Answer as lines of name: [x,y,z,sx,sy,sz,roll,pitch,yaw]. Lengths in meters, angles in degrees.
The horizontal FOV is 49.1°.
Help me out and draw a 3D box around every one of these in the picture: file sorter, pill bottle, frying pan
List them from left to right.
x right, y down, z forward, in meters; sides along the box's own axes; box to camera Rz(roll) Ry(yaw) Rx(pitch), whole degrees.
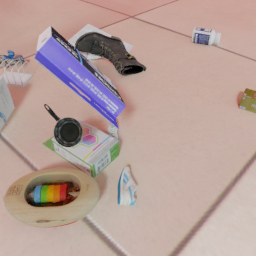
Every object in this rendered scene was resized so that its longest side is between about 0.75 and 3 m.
file sorter: [-5.191,-2.509,12.534,1.376,0.857,0.955,8,43,8]
frying pan: [-1.834,-0.003,7.592,1.335,0.217,0.807,27,91,7]
pill bottle: [4.252,-4.968,15.249,1.452,0.806,0.806,15,45,17]

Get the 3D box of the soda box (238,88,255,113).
soda box: [5.440,-0.886,10.917,1.970,0.630,0.667,21,48,21]

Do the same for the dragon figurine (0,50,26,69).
dragon figurine: [-5.864,-3.438,13.767,1.887,0.555,0.938,28,50,27]

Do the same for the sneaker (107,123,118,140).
sneaker: [-0.560,0.092,9.960,0.431,0.498,1.149,-2,44,-3]

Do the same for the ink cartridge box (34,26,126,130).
ink cartridge box: [-1.251,-1.490,7.742,0.602,2.747,2.773,-43,30,11]

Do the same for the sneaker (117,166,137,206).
sneaker: [-0.013,1.708,8.255,0.526,0.498,1.302,11,45,-9]

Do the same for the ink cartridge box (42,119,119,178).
ink cartridge box: [-1.635,0.499,9.330,2.467,0.732,1.281,28,49,27]

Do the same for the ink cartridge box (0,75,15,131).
ink cartridge box: [-5.379,-0.704,10.018,1.592,1.564,2.162,4,43,4]

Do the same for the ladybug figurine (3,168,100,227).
ladybug figurine: [-2.038,1.935,7.610,2.565,0.923,1.741,0,42,0]

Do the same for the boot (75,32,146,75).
boot: [-0.779,-3.386,13.073,2.868,0.993,2.497,-9,50,-30]

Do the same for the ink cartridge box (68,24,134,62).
ink cartridge box: [-1.448,-4.205,14.750,2.870,0.819,2.332,29,46,0]
